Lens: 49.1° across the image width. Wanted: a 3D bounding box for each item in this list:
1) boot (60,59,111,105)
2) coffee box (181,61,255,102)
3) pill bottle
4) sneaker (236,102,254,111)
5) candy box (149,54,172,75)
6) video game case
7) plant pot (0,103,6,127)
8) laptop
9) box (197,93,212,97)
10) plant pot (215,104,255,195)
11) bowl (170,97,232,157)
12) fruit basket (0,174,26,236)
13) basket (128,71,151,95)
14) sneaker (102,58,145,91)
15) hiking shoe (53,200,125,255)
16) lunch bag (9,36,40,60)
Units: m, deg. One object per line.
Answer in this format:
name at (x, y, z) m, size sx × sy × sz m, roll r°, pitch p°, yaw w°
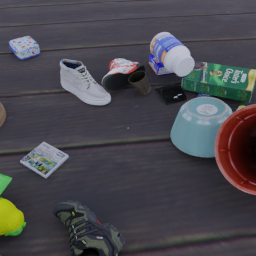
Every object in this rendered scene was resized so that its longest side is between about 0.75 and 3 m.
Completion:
boot at (-1.885, -1.985, 11.780) m, size 2.709 × 1.294 × 0.996 m, roll 26°, pitch 48°, yaw 25°
coffee box at (3.964, -2.084, 12.095) m, size 2.858 × 0.629 × 1.757 m, roll 16°, pitch 45°, yaw 23°
pill bottle at (1.966, -3.231, 12.387) m, size 1.241 × 1.241 × 2.215 m, roll -15°, pitch 45°, yaw -15°
sneaker at (4.904, -0.035, 10.226) m, size 2.366 × 0.848 × 0.980 m, roll 33°, pitch 73°, yaw 32°
candy box at (1.884, -3.165, 13.630) m, size 1.428 × 0.550 × 1.207 m, roll -10°, pitch 45°, yaw -12°
video game case at (-2.779, 1.039, 9.359) m, size 1.184 × 0.130 × 1.079 m, roll 25°, pitch 48°, yaw 23°
plant pot at (-5.956, -0.654, 10.507) m, size 2.358 × 1.088 × 2.358 m, roll -1°, pitch 42°, yaw 1°
laptop at (1.840, -1.477, 12.131) m, size 0.978 × 0.570 × 1.104 m, roll -16°, pitch 70°, yaw -13°
box at (3.289, -1.380, 11.976) m, size 0.556 × 0.149 × 0.918 m, roll 18°, pitch 44°, yaw 20°
plant pot at (4.074, 0.624, 7.943) m, size 2.264 × 2.328 × 2.328 m, roll 6°, pitch 30°, yaw -45°
bowl at (2.654, -0.230, 9.683) m, size 2.376 × 1.243 × 2.376 m, roll -5°, pitch 35°, yaw 3°
fruit basket at (-3.762, 2.221, 7.402) m, size 1.514 × 2.099 × 2.099 m, roll -29°, pitch 31°, yaw 32°
basket at (0.577, -1.881, 11.880) m, size 0.807 × 0.895 × 0.609 m, roll -13°, pitch 53°, yaw 26°
sneaker at (-0.535, -2.412, 12.494) m, size 1.369 × 0.853 × 2.555 m, roll 27°, pitch 42°, yaw 34°
hiking shoe at (-1.194, 2.668, 7.066) m, size 2.163 × 0.819 × 1.089 m, roll 23°, pitch 44°, yaw 22°
lunch bag at (-5.487, -4.240, 14.775) m, size 1.303 × 0.615 × 1.627 m, roll -29°, pitch 51°, yaw -25°
